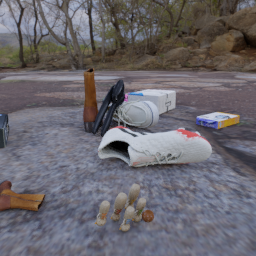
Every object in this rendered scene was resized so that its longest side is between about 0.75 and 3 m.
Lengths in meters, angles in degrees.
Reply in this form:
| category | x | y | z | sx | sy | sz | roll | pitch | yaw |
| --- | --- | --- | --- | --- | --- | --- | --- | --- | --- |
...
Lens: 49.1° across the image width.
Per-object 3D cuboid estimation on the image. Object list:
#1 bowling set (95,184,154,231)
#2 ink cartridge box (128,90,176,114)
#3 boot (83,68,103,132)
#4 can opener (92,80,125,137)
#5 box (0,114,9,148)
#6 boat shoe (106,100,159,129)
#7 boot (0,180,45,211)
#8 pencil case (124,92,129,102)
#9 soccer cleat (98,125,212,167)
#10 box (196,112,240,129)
| category | x | y | z | sx | sy | sz | roll | pitch | yaw |
| --- | --- | --- | --- | --- | --- | --- | --- | --- | --- |
| bowling set | 0.022 | 1.318 | 4.187 | 0.665 | 0.513 | 0.955 | 33 | 30 | 32 |
| ink cartridge box | 1.153 | -1.262 | 13.160 | 1.555 | 0.898 | 2.130 | 8 | 16 | 28 |
| boot | -1.354 | -1.070 | 10.011 | 0.714 | 2.085 | 1.963 | -1 | 14 | 5 |
| can opener | -0.678 | -0.659 | 9.439 | 0.685 | 0.849 | 2.160 | 13 | 62 | 22 |
| box | -5.009 | 0.143 | 8.316 | 2.660 | 0.579 | 2.131 | -5 | 15 | -19 |
| boat shoe | -0.095 | -0.537 | 10.086 | 1.183 | 1.025 | 2.775 | -8 | 15 | -30 |
| boot | -1.887 | 1.166 | 4.923 | 0.837 | 0.287 | 0.788 | 0 | 14 | -4 |
| pencil case | -0.167 | -1.388 | 14.129 | 0.622 | 0.642 | 1.371 | 23 | 20 | 6 |
| soccer cleat | 0.548 | 0.512 | 6.499 | 2.634 | 0.904 | 1.122 | 8 | 31 | 22 |
| box | 3.342 | -0.291 | 10.570 | 1.620 | 0.336 | 0.964 | -14 | 20 | -37 |
